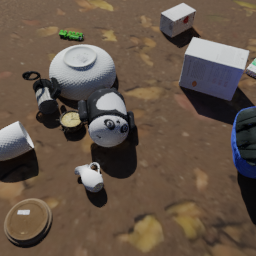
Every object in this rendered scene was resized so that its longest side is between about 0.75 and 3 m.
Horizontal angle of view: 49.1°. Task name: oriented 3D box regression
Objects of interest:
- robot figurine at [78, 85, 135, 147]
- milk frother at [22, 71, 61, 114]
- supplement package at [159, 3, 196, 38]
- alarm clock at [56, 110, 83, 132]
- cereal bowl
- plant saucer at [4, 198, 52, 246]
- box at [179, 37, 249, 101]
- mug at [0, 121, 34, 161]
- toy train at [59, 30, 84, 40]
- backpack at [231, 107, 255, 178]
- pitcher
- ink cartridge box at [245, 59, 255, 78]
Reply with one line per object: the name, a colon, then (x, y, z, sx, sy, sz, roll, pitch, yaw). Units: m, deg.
robot figurine: (-0.714, -0.451, 9.708, 1.704, 1.416, 2.269, -13, 52, 6)
milk frother: (-3.271, -1.372, 10.431, 1.288, 1.162, 1.211, 5, 44, -38)
supplement package: (2.413, -5.265, 13.657, 1.513, 0.917, 0.906, -33, 60, -22)
alarm clock: (-1.933, -0.286, 10.231, 1.211, 0.403, 0.817, -27, 57, -17)
cereal bowl: (-1.889, -2.502, 11.445, 2.762, 1.150, 2.762, 0, 52, 0)
plant saucer: (-2.913, 2.676, 8.131, 1.385, 0.204, 1.385, -1, 53, 1)
box: (3.287, -2.298, 10.943, 2.188, 1.666, 1.163, 20, 56, 14)
mug: (-3.995, 0.450, 9.400, 1.227, 1.033, 1.399, -28, 28, -11)
toy train: (-2.740, -4.462, 13.485, 1.226, 0.256, 0.346, 12, 64, 9)
backpack: (4.495, 0.592, 8.334, 2.714, 2.278, 2.205, -2, 61, 12)
pitcher: (-1.101, 1.509, 8.816, 0.817, 0.577, 0.952, -28, 47, -28)
ink cartridge box: (5.758, -2.438, 11.942, 1.146, 0.287, 0.922, 33, 60, 24)
